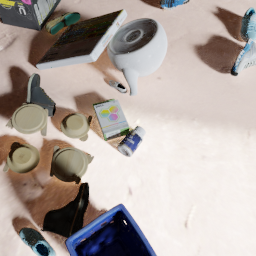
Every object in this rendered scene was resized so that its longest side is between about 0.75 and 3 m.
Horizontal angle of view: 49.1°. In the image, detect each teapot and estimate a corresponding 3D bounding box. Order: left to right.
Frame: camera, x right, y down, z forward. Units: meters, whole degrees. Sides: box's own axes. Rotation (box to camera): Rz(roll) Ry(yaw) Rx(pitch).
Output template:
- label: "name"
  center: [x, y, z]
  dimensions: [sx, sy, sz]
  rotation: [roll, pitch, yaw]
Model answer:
- label: "teapot"
  center: [0.479, -2.711, 10.168]
  dimensions: [2.329, 1.701, 2.299]
  rotation: [-32, 47, 3]

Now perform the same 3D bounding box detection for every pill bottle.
- label: "pill bottle"
  center: [0.144, 0.398, 8.801]
  dimensions: [0.540, 0.540, 0.972]
  rotation: [29, 61, 18]

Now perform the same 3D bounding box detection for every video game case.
- label: "video game case"
  center: [-1.769, -3.296, 10.562]
  dimensions: [2.976, 0.341, 2.708]
  rotation: [1, 51, 37]

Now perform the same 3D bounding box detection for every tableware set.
- label: "tableware set"
  center: [-2.452, 0.427, 8.791]
  dimensions: [2.925, 0.339, 2.443]
  rotation: [9, 62, -3]

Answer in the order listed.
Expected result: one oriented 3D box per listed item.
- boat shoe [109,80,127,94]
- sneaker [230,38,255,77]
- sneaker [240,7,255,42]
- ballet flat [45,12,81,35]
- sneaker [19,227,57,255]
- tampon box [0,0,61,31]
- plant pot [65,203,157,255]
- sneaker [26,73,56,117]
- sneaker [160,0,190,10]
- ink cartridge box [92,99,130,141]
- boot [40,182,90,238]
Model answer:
- label: "boat shoe"
  center: [-0.370, -1.572, 10.260]
  dimensions: [0.841, 0.275, 0.309]
  rotation: [32, 62, 19]
- label: "sneaker"
  center: [4.649, -2.619, 10.692]
  dimensions: [0.905, 0.783, 2.089]
  rotation: [32, 62, 13]
- label: "sneaker"
  center: [5.146, -4.384, 11.822]
  dimensions: [0.689, 0.763, 1.863]
  rotation: [4, 57, 4]
- label: "ballet flat"
  center: [-2.846, -4.620, 12.104]
  dimensions: [1.699, 0.600, 0.600]
  rotation: [-41, 65, -21]
- label: "sneaker"
  center: [-2.336, 2.916, 7.164]
  dimensions: [1.232, 0.505, 0.455]
  rotation: [29, 60, 17]
- label: "tampon box"
  center: [-4.330, -5.795, 12.264]
  dimensions: [1.873, 1.577, 2.499]
  rotation: [12, 57, 8]
- label: "plant pot"
  center: [-0.357, 2.999, 6.552]
  dimensions: [1.597, 1.436, 1.597]
  rotation: [-29, 62, -18]
- label: "sneaker"
  center: [-2.973, -1.114, 9.799]
  dimensions: [0.948, 0.667, 1.785]
  rotation: [0, 67, -5]
- label: "sneaker"
  center: [2.090, -6.013, 13.053]
  dimensions: [1.733, 0.650, 0.751]
  rotation: [-25, 53, -25]
- label: "ink cartridge box"
  center: [-0.611, -0.433, 9.361]
  dimensions: [0.860, 0.491, 1.657]
  rotation: [-16, 57, -10]
- label: "boot"
  center: [-1.695, 2.159, 7.654]
  dimensions: [1.064, 0.596, 1.538]
  rotation: [6, 56, 10]
